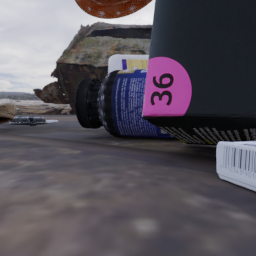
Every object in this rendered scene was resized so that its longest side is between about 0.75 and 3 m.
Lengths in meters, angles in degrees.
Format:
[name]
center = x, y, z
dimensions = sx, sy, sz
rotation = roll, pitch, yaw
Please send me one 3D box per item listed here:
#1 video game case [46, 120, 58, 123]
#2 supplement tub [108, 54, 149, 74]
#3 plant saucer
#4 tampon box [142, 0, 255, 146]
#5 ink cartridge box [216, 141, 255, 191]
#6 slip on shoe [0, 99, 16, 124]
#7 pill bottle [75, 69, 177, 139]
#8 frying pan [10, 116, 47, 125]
[video game case]
center = -3.886, -0.297, 13.016
dimensions = 0.881, 0.111, 0.968
rotation = 1, 4, 14
[supplement tub]
center = 0.846, -0.915, 7.408
dimensions = 2.724, 1.981, 1.981
rotation = 0, 3, -5
[plant saucer]
center = -0.155, -3.758, 6.800
dimensions = 2.620, 0.423, 2.620
rotation = -20, -18, -7
[tampon box]
center = 1.936, -0.949, 2.969
dimensions = 2.996, 2.245, 1.891
rotation = 2, -11, 26
[ink cartridge box]
center = 1.581, 0.251, 1.594
dimensions = 1.515, 0.329, 1.501
rotation = 0, 2, -16
[slip on shoe]
center = -4.302, -0.280, 8.338
dimensions = 2.012, 0.609, 0.765
rotation = -14, -26, 0
[pill bottle]
center = 0.268, -0.454, 5.297
dimensions = 2.341, 1.309, 1.309
rotation = 2, 4, 16
[frying pan]
center = -4.116, -0.293, 11.167
dimensions = 1.503, 0.405, 2.485
rotation = -1, 0, -3
